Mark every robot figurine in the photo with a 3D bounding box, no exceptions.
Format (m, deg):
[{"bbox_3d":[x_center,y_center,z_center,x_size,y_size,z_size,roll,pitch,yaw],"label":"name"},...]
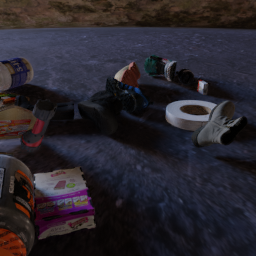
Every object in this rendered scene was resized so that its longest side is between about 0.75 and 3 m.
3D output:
[{"bbox_3d":[2.786,-2.464,13.480,0.696,0.838,1.116,-27,23,10],"label":"robot figurine"}]

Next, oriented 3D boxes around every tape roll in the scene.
[{"bbox_3d":[2.254,-0.451,9.351,2.004,0.366,2.004,0,25,0],"label":"tape roll"}]

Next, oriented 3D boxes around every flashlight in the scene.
[{"bbox_3d":[-2.275,-0.042,6.947,0.548,1.613,0.546,29,43,-7],"label":"flashlight"}]

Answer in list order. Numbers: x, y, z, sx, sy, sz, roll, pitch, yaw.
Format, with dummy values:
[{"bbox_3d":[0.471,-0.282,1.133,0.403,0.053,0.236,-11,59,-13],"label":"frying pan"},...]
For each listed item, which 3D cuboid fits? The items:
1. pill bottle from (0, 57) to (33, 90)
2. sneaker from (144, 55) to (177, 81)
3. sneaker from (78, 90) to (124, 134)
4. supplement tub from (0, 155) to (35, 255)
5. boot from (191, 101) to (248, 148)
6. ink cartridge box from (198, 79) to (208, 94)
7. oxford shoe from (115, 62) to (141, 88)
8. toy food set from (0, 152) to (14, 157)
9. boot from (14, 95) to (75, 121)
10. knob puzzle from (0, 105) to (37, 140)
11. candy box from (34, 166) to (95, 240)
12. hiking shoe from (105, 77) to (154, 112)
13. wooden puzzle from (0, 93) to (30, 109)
[{"bbox_3d":[-5.462,-2.401,12.604,1.269,1.269,2.120,12,28,24],"label":"pill bottle"},{"bbox_3d":[1.607,-3.077,14.215,1.625,1.126,2.692,9,17,8],"label":"sneaker"},{"bbox_3d":[-0.683,-0.632,9.198,1.414,0.814,2.711,-20,27,-28],"label":"sneaker"},{"bbox_3d":[-2.072,1.351,4.315,1.202,1.202,1.962,-7,26,-16],"label":"supplement tub"},{"bbox_3d":[2.569,-0.116,7.159,1.847,0.625,1.207,-43,15,-27],"label":"boot"},{"bbox_3d":[3.217,-1.817,12.271,0.217,0.470,0.862,-4,24,-8],"label":"ink cartridge box"},{"bbox_3d":[-0.134,-2.166,12.853,1.024,0.982,2.775,-21,19,22],"label":"oxford shoe"},{"bbox_3d":[-3.421,0.844,6.728,1.228,0.193,0.780,1,23,-17],"label":"toy food set"},{"bbox_3d":[-2.797,-0.700,9.505,1.921,0.631,1.583,-9,38,-8],"label":"boot"},{"bbox_3d":[-3.079,-0.175,7.253,1.758,1.758,0.244,-10,66,-21],"label":"knob puzzle"},{"bbox_3d":[-1.237,1.333,5.276,0.990,0.443,1.452,-7,25,-15],"label":"candy box"},{"bbox_3d":[-0.078,-1.265,10.767,1.044,0.896,2.408,-6,33,-30],"label":"hiking shoe"},{"bbox_3d":[-4.794,-1.101,10.950,2.174,0.254,1.466,13,27,26],"label":"wooden puzzle"}]
